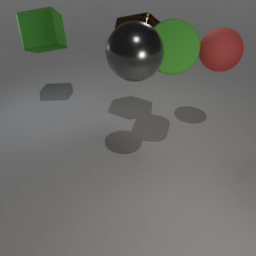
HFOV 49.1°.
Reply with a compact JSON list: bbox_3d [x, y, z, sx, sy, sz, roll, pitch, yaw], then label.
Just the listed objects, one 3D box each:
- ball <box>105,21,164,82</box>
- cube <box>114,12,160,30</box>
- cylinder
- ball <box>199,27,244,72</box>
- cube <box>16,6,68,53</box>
[{"bbox_3d":[0.163,-1.815,6.702,1.400,1.400,1.400,0,32,0],"label":"ball"},{"bbox_3d":[0.419,-2.925,9.666,1.400,1.400,1.400,9,-4,40],"label":"cube"},{"bbox_3d":[1.256,-2.218,7.840,1.400,1.400,1.400,6,13,9],"label":"cylinder"},{"bbox_3d":[3.007,-2.536,9.095,1.400,1.400,1.400,0,32,0],"label":"ball"},{"bbox_3d":[-3.364,-3.838,11.134,1.400,1.400,1.400,-9,10,3],"label":"cube"}]
